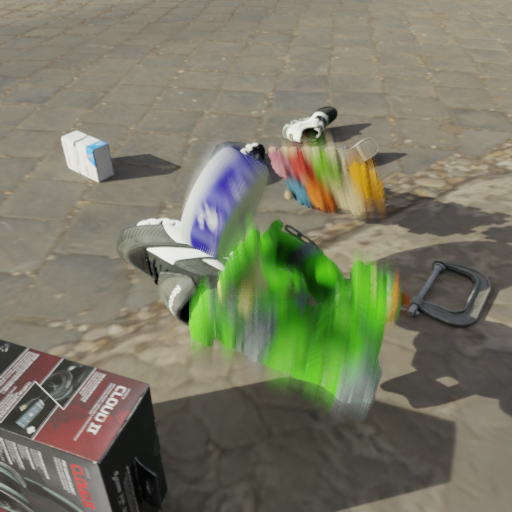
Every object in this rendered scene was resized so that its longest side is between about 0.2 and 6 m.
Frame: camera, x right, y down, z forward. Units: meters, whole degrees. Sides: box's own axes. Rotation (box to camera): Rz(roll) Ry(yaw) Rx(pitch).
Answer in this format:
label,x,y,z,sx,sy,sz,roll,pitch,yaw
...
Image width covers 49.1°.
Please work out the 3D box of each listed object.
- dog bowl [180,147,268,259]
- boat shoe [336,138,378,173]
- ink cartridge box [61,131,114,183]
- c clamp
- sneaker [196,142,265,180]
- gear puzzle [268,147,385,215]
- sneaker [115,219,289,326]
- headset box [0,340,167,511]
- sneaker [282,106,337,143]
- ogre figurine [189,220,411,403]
label,x,y,z,sx,sy,sz,roll,pitch,yaw
dog bowl,-0.483,-0.815,8.817,0.658,1.670,1.670,27,43,10
boat shoe,2.251,-2.431,14.276,1.916,0.696,0.601,-27,2,-23
ink cartridge box,-4.183,-2.476,13.895,1.232,0.891,0.519,26,44,29
c clamp,3.411,0.621,10.398,1.665,0.264,1.949,26,45,29
sneaker,-0.812,-2.313,13.858,1.017,0.747,2.247,23,40,31
gear puzzle,1.376,-1.408,11.186,0.424,1.677,3.237,-43,28,-17
sneaker,-1.240,0.373,9.906,3.680,1.223,1.665,20,37,21
headset box,-2.413,2.292,6.677,2.920,2.173,1.127,14,40,16
sneaker,1.678,-3.553,15.530,1.793,0.664,0.794,-30,46,-20
ogre figurine,0.717,0.714,7.764,2.326,1.904,3.880,33,0,4
